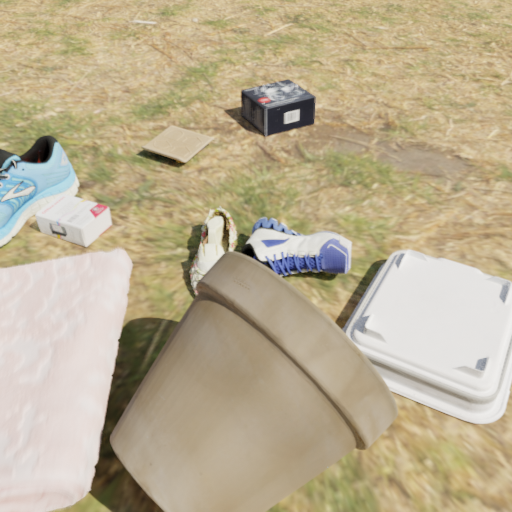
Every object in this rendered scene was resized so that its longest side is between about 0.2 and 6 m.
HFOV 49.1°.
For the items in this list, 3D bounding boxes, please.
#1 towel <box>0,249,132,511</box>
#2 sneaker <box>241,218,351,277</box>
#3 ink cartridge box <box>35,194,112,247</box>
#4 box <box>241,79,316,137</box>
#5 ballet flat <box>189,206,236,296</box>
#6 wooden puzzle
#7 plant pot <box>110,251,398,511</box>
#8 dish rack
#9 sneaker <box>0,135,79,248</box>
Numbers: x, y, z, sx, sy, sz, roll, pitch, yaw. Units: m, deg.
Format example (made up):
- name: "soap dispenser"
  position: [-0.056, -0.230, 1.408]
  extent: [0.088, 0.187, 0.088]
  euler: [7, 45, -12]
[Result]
- name: "towel"
  position: [-3.494, 1.375, 6.798]
  extent: [3.678, 0.621, 3.851]
  euler: [-9, 36, 2]
- name: "sneaker"
  position: [0.518, 0.075, 8.908]
  extent: [1.852, 0.748, 1.070]
  euler: [15, 45, 28]
- name: "ink cartridge box"
  position: [-3.215, -0.641, 9.918]
  extent: [1.038, 0.444, 0.766]
  euler: [16, 42, 21]
- name: "box"
  position: [0.505, -3.519, 13.232]
  extent: [1.361, 0.708, 1.239]
  euler: [-20, 42, -22]
- name: "ballet flat"
  position: [-0.712, -0.079, 9.078]
  extent: [0.761, 0.643, 2.013]
  euler: [-3, 40, 2]
- name: "wooden puzzle"
  position: [-1.692, -2.384, 12.172]
  extent: [1.131, 0.283, 1.221]
  euler: [21, 43, 22]
- name: "plant pot"
  position: [-0.202, 1.584, 5.805]
  extent: [2.193, 2.528, 2.528]
  euler: [-44, 54, -15]
- name: "dish rack"
  position: [2.574, 0.880, 7.973]
  extent: [2.318, 0.588, 2.700]
  euler: [19, 42, 23]
- name: "sneaker"
  position: [-4.554, -1.190, 9.837]
  extent: [1.210, 1.388, 3.086]
  euler: [18, 43, 21]
